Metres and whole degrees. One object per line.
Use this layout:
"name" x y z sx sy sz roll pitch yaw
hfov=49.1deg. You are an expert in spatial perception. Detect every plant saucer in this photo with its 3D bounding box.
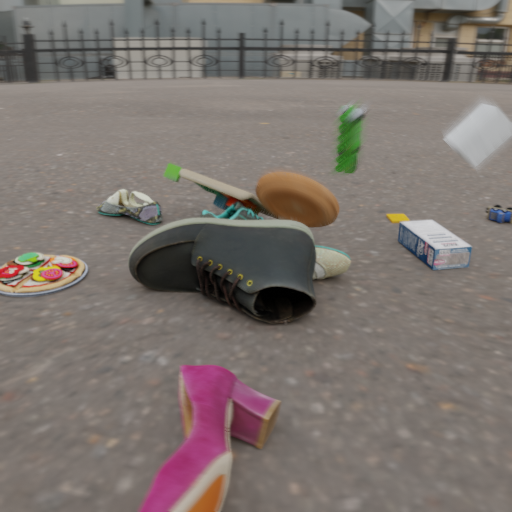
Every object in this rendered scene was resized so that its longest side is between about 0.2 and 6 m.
"plant saucer" 0.720 -0.952 10.157 1.561 1.561 0.252 11 65 25

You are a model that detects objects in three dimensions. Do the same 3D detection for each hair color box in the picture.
"hair color box" 3.417 -0.234 10.856 0.754 0.456 1.507 -4 23 -11

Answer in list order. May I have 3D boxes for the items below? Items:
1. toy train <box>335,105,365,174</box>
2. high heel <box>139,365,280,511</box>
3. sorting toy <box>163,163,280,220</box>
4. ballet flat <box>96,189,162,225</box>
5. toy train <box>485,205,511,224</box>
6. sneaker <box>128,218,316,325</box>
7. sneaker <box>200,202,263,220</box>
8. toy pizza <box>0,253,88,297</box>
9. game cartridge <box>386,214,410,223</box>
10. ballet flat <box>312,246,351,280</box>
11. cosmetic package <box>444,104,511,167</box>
"toy train" 1.820 -2.250 10.975 0.472 1.674 0.349 8 56 9
"high heel" -0.744 1.761 5.323 1.264 0.888 2.636 19 22 17
"sorting toy" -0.516 -1.167 11.752 3.346 0.456 1.884 23 1 27
"ballet flat" -2.932 -1.199 12.946 1.904 0.685 0.685 13 26 29
"toy train" 6.043 -0.761 12.344 2.000 0.341 0.458 18 41 35
"sneaker" -0.604 0.271 8.761 3.117 1.166 1.656 -7 36 6
"sneaker" -0.186 -0.584 10.933 2.151 0.981 0.835 -12 17 -30
"toy pizza" -3.861 0.257 9.919 1.679 0.266 1.679 0 23 0
"game cartridge" 3.259 -0.854 12.872 0.425 0.078 0.483 -1 25 -3
"ballet flat" 0.648 0.156 9.924 2.073 0.699 0.646 10 55 29
"cosmetic package" 3.308 -1.796 8.311 0.474 0.771 0.769 42 18 -7
